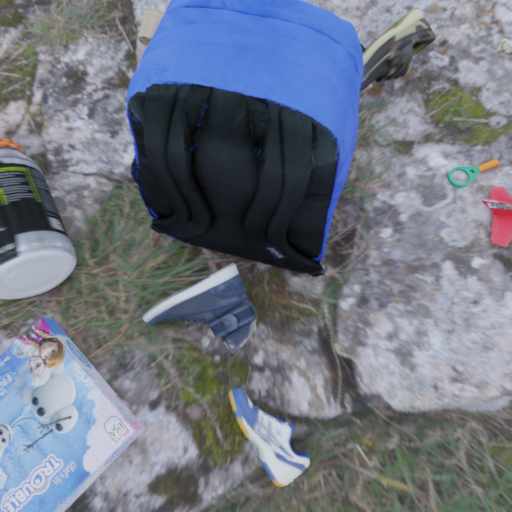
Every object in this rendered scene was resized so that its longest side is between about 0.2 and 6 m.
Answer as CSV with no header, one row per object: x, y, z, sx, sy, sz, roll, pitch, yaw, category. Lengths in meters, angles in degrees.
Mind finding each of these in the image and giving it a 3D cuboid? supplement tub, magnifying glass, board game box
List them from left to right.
-4.780,-0.767,10.859,1.768,1.768,2.885,-24,69,-10,supplement tub
-3.771,2.940,9.619,2.683,0.585,2.696,43,87,16,board game box
4.736,-1.839,12.200,1.200,0.134,0.478,-21,69,-10,magnifying glass

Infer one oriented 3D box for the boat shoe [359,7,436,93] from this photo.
3.065,-4.446,12.482,0.962,1.046,2.928,41,66,4,boat shoe

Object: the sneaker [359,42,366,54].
2.374,-4.655,13.083,1.578,0.681,0.634,20,70,7,sneaker

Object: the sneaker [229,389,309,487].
0.231,3.031,9.806,0.809,0.691,1.835,-33,81,-2,sneaker

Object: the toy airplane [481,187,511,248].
6.154,-0.727,11.464,3.245,0.597,3.245,0,64,0,toy airplane

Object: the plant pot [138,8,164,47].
-2.484,-5.409,13.439,0.754,0.754,0.690,18,79,7,plant pot

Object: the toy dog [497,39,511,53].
6.087,-5.031,13.490,0.440,0.307,0.427,22,33,11,toy dog

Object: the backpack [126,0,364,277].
-0.200,-2.392,9.903,3.864,4.755,3.990,9,68,5,backpack

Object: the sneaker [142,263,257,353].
-0.996,1.256,10.511,2.127,0.809,1.537,-26,95,17,sneaker
